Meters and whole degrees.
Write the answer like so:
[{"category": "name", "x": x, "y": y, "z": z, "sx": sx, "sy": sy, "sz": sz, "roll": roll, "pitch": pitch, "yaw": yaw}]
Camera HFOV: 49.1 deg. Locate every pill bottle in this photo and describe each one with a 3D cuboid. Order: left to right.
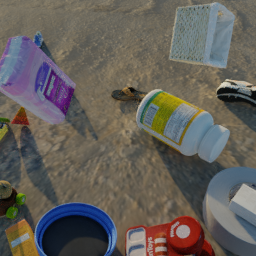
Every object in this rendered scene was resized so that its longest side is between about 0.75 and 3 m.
[{"category": "pill bottle", "x": 1.912, "y": -0.069, "z": 9.926, "sx": 2.996, "sy": 1.689, "sz": 1.689, "roll": 32, "pitch": 51, "yaw": 30}]

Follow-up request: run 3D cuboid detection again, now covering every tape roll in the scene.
[{"category": "tape roll", "x": 3.449, "y": 2.324, "z": 7.963, "sx": 2.518, "sy": 0.832, "sz": 2.518, "roll": -1, "pitch": 43, "yaw": 1}]

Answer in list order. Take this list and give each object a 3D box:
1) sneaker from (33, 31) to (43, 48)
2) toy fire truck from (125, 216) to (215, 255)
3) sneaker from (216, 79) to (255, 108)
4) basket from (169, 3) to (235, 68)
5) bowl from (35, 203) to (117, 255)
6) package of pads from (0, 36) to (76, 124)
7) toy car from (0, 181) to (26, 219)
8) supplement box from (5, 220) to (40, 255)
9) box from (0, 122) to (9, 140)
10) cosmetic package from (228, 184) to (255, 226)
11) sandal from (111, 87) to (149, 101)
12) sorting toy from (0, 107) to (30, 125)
[{"category": "sneaker", "x": -5.252, "y": -5.035, "z": 16.130, "sx": 0.572, "sy": 0.582, "sz": 1.510, "roll": -4, "pitch": 44, "yaw": -6}, {"category": "toy fire truck", "x": 0.931, "y": 3.431, "z": 6.562, "sx": 2.185, "sy": 1.459, "sz": 2.602, "roll": -18, "pitch": 39, "yaw": 17}, {"category": "sneaker", "x": 5.291, "y": -1.548, "z": 12.055, "sx": 2.738, "sy": 1.009, "sz": 1.095, "roll": 18, "pitch": 44, "yaw": 18}, {"category": "basket", "x": 2.638, "y": -3.222, "z": 9.954, "sx": 1.574, "sy": 1.957, "sz": 1.939, "roll": 16, "pitch": 15, "yaw": 34}, {"category": "bowl", "x": -1.341, "y": 2.829, "z": 7.323, "sx": 2.089, "sy": 0.410, "sz": 2.089, "roll": 9, "pitch": 27, "yaw": -5}, {"category": "package of pads", "x": -2.806, "y": -1.352, "z": 8.689, "sx": 1.019, "sy": 2.694, "sz": 1.623, "roll": 7, "pitch": 71, "yaw": 23}, {"category": "toy car", "x": -3.702, "y": 1.923, "z": 8.131, "sx": 0.977, "sy": 1.190, "sz": 0.939, "roll": 10, "pitch": 43, "yaw": 11}, {"category": "supplement box", "x": -2.535, "y": 3.269, "z": 7.091, "sx": 0.618, "sy": 0.598, "sz": 1.797, "roll": -27, "pitch": 48, "yaw": -20}, {"category": "box", "x": -5.061, "y": 0.348, "z": 10.455, "sx": 0.531, "sy": 0.354, "sz": 1.412, "roll": 8, "pitch": 43, "yaw": 8}, {"category": "cosmetic package", "x": 3.574, "y": 2.233, "z": 7.113, "sx": 1.793, "sy": 0.454, "sz": 0.740, "roll": 31, "pitch": 51, "yaw": 31}, {"category": "sandal", "x": 0.132, "y": -1.547, "z": 12.421, "sx": 1.743, "sy": 0.476, "sz": 0.712, "roll": 7, "pitch": 43, "yaw": 7}, {"category": "sorting toy", "x": -4.840, "y": -0.567, "z": 10.981, "sx": 2.105, "sy": 0.725, "sz": 0.730, "roll": 8, "pitch": 0, "yaw": 8}]
